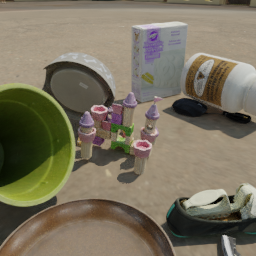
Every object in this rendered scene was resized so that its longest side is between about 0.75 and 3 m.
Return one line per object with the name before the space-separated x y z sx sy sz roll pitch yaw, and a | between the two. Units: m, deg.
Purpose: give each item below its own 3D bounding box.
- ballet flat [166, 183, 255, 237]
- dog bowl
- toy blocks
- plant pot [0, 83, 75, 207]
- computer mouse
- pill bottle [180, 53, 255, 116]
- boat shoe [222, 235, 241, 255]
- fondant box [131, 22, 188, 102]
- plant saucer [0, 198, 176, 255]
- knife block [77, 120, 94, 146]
ballet flat | 1.950 1.534 5.237 2.467 0.844 0.839 -5 29 -10
dog bowl | -1.480 -1.257 8.672 2.411 2.411 0.707 6 49 11
toy blocks | -0.087 -0.218 7.382 1.940 1.748 2.076 14 31 14
plant pot | -2.648 0.452 5.726 2.139 2.253 2.253 -12 18 35
computer mouse | 2.855 -0.643 9.716 2.707 0.461 0.793 11 29 19
pill bottle | 3.380 -1.440 9.469 1.667 1.667 2.915 -23 37 -36
boat shoe | 1.774 2.161 4.696 0.279 0.294 0.841 2 21 7
fondant box | 1.170 -2.536 10.787 1.991 2.760 0.804 -15 31 -25
plant saucer | -0.677 2.229 4.361 2.861 0.459 2.861 1 28 0
knife block | -1.094 0.193 8.399 0.303 0.831 0.947 11 75 22
